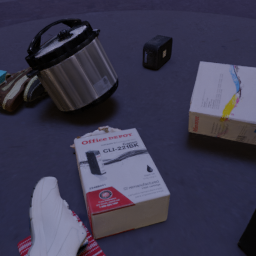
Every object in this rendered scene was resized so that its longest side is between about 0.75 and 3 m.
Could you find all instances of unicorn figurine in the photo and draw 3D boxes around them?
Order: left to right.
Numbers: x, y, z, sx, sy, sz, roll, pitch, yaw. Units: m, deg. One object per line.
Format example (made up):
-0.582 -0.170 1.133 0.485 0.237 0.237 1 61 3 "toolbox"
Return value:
-0.774 0.252 8.341 1.711 0.632 1.175 -2 2 17 "unicorn figurine"

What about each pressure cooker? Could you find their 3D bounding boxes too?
-1.861 -2.167 9.424 2.497 2.795 2.458 -18 31 19 "pressure cooker"

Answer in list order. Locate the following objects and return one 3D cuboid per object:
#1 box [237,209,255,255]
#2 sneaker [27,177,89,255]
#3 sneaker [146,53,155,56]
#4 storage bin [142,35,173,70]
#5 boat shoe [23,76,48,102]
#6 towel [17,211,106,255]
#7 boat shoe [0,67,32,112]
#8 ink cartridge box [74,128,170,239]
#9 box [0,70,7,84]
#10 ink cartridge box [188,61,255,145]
3.890 1.515 5.655 2.991 2.111 1.179 -21 41 -24 "box"
-1.437 2.110 5.704 1.155 0.988 2.651 -3 43 -16 "sneaker"
1.312 -3.620 13.725 0.846 0.351 0.300 12 38 11 "sneaker"
1.397 -3.557 13.109 0.776 1.119 1.655 19 41 23 "storage bin"
-3.225 -1.681 10.903 0.741 0.806 2.256 23 37 0 "boat shoe"
-1.254 2.707 5.664 1.417 0.220 1.959 -25 42 -26 "towel"
-4.172 -1.823 10.701 1.044 1.042 2.823 26 39 -4 "boat shoe"
-0.266 1.214 6.943 1.760 1.022 2.440 -11 39 -13 "ink cartridge box"
-5.830 -1.295 10.494 1.173 0.701 2.852 11 39 14 "box"
3.112 -0.697 8.360 2.343 1.719 1.711 11 73 15 "ink cartridge box"
